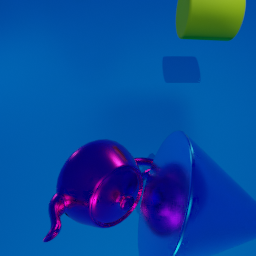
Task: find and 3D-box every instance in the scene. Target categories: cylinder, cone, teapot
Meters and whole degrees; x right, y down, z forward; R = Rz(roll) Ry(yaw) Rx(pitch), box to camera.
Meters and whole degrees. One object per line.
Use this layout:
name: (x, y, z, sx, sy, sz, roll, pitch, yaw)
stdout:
cylinder: (1.662, -2.405, 5.827, 1.102, 1.102, 1.102, 1, 55, -5)
cone: (1.060, 0.949, 3.110, 1.509, 1.503, 1.503, 16, 55, -9)
teapot: (-0.340, 0.807, 3.665, 1.914, 1.190, 0.937, -23, 32, -34)
